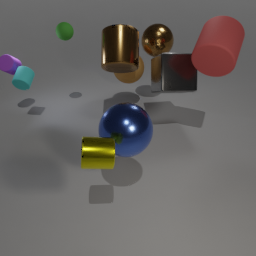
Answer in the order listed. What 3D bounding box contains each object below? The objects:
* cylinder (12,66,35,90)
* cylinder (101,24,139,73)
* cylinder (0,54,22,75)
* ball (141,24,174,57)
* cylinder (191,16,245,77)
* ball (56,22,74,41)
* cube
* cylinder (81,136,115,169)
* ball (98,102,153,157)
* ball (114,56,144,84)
[{"bbox_3d":[-4.175,-1.986,11.188,0.700,0.700,0.700,4,60,7],"label":"cylinder"},{"bbox_3d":[-0.292,-2.894,10.412,1.400,1.400,1.400,0,-4,0],"label":"cylinder"},{"bbox_3d":[-4.880,-2.608,11.590,0.700,0.700,0.700,5,-1,8],"label":"cylinder"},{"bbox_3d":[1.276,-3.780,12.130,1.400,1.400,1.400,0,32,0],"label":"ball"},{"bbox_3d":[2.936,-2.645,9.140,1.400,1.400,1.400,14,61,22],"label":"cylinder"},{"bbox_3d":[-2.511,-3.836,11.117,0.700,0.700,0.700,0,32,0],"label":"ball"},{"bbox_3d":[1.746,-2.072,10.822,1.400,1.400,1.400,-2,6,-11],"label":"cube"},{"bbox_3d":[-0.661,0.544,6.092,0.700,0.700,0.700,2,31,-9],"label":"cylinder"},{"bbox_3d":[-0.057,0.047,7.173,1.400,1.400,1.400,0,32,0],"label":"ball"},{"bbox_3d":[0.022,-2.677,12.407,1.400,1.400,1.400,0,32,0],"label":"ball"}]
